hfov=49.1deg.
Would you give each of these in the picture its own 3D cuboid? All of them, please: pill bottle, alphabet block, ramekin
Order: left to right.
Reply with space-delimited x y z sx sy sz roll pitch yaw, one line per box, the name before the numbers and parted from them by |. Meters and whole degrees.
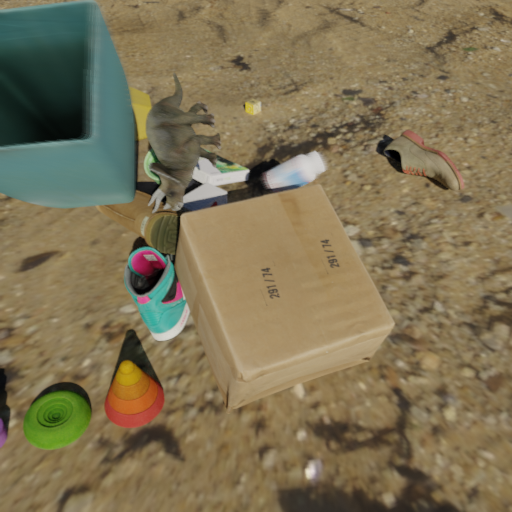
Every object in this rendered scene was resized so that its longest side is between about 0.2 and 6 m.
ramekin | -2.016 -2.083 12.970 1.042 0.509 1.042 -5 67 13
alphabet block | -0.090 -4.446 16.714 0.331 0.329 0.337 28 48 32
pill bottle | 0.785 -1.641 11.107 1.062 0.578 0.578 -24 35 21

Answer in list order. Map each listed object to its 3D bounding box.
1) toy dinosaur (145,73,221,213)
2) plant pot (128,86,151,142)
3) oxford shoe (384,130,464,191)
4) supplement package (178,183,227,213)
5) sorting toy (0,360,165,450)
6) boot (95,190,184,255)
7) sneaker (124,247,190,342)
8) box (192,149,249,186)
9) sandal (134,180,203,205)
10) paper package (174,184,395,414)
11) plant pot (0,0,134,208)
toy dinosaur | -1.354 -2.086 9.544 1.288 0.969 2.519 -9 84 -15
plant pot | -3.538 -3.881 15.391 1.193 1.353 1.353 2 38 -18
oxford shoe | 4.123 -2.194 13.859 0.901 0.849 2.409 -34 44 -3
supplement package | -1.210 -1.063 12.470 0.633 0.641 1.058 28 48 29
sorting toy | -2.870 2.154 8.402 2.909 1.002 1.009 -11 42 -14
boot | -1.626 -0.672 11.477 2.610 0.986 2.980 18 5 -35
sneaker | -1.717 0.273 10.228 0.955 1.378 2.283 -12 38 15
box | -1.273 -2.227 13.778 1.842 0.335 1.329 31 31 31
sandal | -2.133 -1.550 13.143 2.372 0.508 0.902 -2 40 -3
paper package | 0.354 0.595 9.214 2.812 1.526 2.950 -14 61 -21
plant pot | -3.237 -2.117 9.480 2.322 3.285 2.321 -5 74 5
